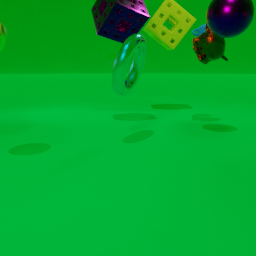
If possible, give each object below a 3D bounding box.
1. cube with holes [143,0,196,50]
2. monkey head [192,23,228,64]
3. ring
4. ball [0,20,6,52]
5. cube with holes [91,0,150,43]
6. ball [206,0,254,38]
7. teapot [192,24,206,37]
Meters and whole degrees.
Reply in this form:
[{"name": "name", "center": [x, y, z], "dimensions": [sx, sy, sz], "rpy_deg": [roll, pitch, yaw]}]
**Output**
[{"name": "cube with holes", "center": [1.642, -4.196, 11.446], "dimensions": [1.400, 1.400, 1.400], "rpy_deg": [36, 11, -10]}, {"name": "monkey head", "center": [2.541, -2.664, 8.875], "dimensions": [0.957, 1.588, 1.142], "rpy_deg": [-28, 36, 19]}, {"name": "ring", "center": [0.048, -1.462, 6.597], "dimensions": [0.300, 1.500, 1.500], "rpy_deg": [22, 18, 14]}, {"name": "ball", "center": [-2.678, -1.689, 4.981], "dimensions": [0.938, 0.938, 0.938], "rpy_deg": [0, 12, 0]}, {"name": "cube with holes", "center": [-0.266, -3.527, 8.615], "dimensions": [1.179, 1.179, 1.179], "rpy_deg": [8, -35, -34]}, {"name": "ball", "center": [2.485, -2.776, 6.847], "dimensions": [1.105, 1.105, 1.105], "rpy_deg": [0, 12, 0]}, {"name": "teapot", "center": [2.662, -3.076, 9.312], "dimensions": [1.090, 0.534, 0.678], "rpy_deg": [13, -22, 0]}]
